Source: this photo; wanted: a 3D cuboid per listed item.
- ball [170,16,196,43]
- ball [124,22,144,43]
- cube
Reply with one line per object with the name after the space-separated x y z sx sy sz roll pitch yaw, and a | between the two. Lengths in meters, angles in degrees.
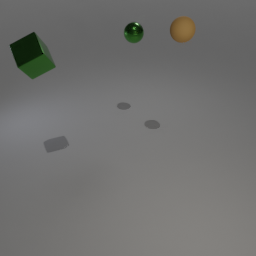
1.508 -2.720 7.741 0.700 0.700 0.700 0 32 0 | ball
0.202 -3.299 9.711 0.700 0.700 0.700 0 32 0 | ball
-2.323 -1.754 6.861 0.700 0.700 0.700 -27 73 3 | cube
